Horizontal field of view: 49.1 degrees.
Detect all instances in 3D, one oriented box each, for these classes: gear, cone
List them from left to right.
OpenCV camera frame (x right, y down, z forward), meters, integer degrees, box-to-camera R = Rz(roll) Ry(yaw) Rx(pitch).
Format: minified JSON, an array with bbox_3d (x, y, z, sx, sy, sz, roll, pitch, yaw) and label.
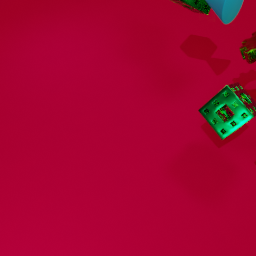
[{"bbox_3d":[2.161,-3.121,6.798,0.916,0.916,0.919,-39,55,-23],"label":"cone"},{"bbox_3d":[3.536,-2.097,6.633,1.647,0.305,1.647,-27,25,13],"label":"gear"}]

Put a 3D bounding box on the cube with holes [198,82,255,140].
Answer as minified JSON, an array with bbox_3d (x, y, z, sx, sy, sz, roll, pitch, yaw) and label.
[{"bbox_3d":[2.453,-0.422,6.702,0.909,0.909,0.909,-18,68,-52],"label":"cube with holes"}]

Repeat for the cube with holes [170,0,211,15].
[{"bbox_3d":[1.841,-3.749,7.645,0.902,0.902,0.902,17,21,-18],"label":"cube with holes"}]
